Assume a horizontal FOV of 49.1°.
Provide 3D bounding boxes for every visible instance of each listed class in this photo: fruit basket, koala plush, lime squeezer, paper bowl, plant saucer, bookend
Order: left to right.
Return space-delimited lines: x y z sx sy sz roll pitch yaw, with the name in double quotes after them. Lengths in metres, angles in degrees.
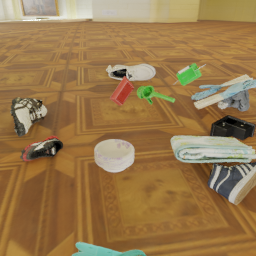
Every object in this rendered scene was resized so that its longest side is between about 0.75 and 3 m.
-0.426 0.912 8.852 1.252 0.651 1.252 0 27 0 "paper bowl"
-0.150 -1.160 9.154 0.158 0.862 0.860 34 1 22 "plant saucer"
0.786 -1.107 9.893 0.501 0.938 2.656 -44 10 -6 "lime squeezer"
2.430 -2.181 11.077 1.205 0.610 1.301 -28 10 31 "fruit basket"
3.942 0.080 10.578 1.178 0.543 1.171 -22 35 -36 "bookend"
4.848 -1.266 12.920 1.243 1.142 1.102 -5 32 41 "koala plush"

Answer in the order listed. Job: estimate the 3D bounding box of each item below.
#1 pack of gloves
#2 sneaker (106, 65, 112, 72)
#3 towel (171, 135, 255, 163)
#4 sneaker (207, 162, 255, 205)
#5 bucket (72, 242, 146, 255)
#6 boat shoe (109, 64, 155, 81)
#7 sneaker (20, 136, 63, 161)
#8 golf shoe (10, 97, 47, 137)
4.380 -1.929 13.059 2.983 0.589 2.506 -21 14 10 "pack of gloves"
-1.271 -3.887 18.486 0.401 0.341 0.907 -16 30 -4 "sneaker"
2.584 0.659 8.937 2.325 0.560 1.990 2 6 4 "towel"
3.107 1.297 8.066 2.017 0.707 1.094 -28 40 -37 "sneaker"
-0.318 2.719 4.087 1.283 1.971 1.971 11 28 0 "bucket"
0.184 -3.231 16.500 2.800 1.008 0.920 11 35 21 "boat shoe"
-2.804 0.726 9.334 0.736 0.532 1.506 20 32 37 "sneaker"
-3.980 -0.625 11.346 1.352 1.113 2.862 -8 30 -15 "golf shoe"
